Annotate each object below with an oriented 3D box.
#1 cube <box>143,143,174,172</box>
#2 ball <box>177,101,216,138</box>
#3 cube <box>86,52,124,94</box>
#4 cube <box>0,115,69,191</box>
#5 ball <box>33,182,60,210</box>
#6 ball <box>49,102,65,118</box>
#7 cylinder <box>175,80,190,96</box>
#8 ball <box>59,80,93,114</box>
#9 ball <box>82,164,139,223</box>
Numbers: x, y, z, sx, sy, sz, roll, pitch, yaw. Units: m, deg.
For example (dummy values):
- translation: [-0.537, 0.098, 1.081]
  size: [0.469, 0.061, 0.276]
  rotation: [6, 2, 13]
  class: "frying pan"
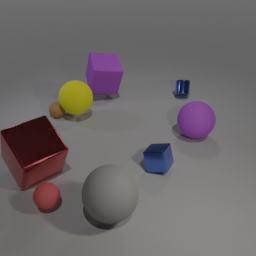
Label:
- translation: [0.980, 0.944, 8.948]
  size: [0.700, 0.700, 0.700]
  rotation: [-4, 20, 29]
  class: "cube"
- translation: [2.552, -0.311, 10.488]
  size: [1.400, 1.400, 1.400]
  rotation: [0, 30, 0]
  class: "ball"
- translation: [-1.156, -2.608, 13.366]
  size: [1.400, 1.400, 1.400]
  rotation: [-1, 49, -19]
  class: "cube"
- translation: [-2.810, 0.735, 8.356]
  size: [1.400, 1.400, 1.400]
  rotation: [-24, 66, -35]
  class: "cube"
- translation: [-2.142, 1.788, 7.390]
  size: [0.700, 0.700, 0.700]
  rotation: [0, 30, 0]
  class: "ball"
- translation: [-3.080, -0.796, 12.163]
  size: [0.700, 0.700, 0.700]
  rotation: [0, 30, 0]
  class: "ball"
- translation: [2.728, -2.008, 13.985]
  size: [0.700, 0.700, 0.700]
  rotation: [4, 0, 0]
  class: "cylinder"
- translation: [-2.167, -1.271, 11.665]
  size: [1.400, 1.400, 1.400]
  rotation: [0, 30, 0]
  class: "ball"
- translation: [-0.424, 1.591, 6.834]
  size: [1.400, 1.400, 1.400]
  rotation: [0, 30, 0]
  class: "ball"
